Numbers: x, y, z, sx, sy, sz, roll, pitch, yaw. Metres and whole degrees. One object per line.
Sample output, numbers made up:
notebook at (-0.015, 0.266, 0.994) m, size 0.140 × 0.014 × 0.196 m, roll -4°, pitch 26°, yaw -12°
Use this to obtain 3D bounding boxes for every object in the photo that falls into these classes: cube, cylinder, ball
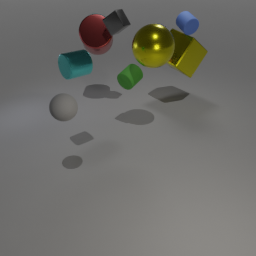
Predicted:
cube at (-0.447, -4.182, 11.083) m, size 0.700 × 0.700 × 0.700 m, roll -25°, pitch 13°, yaw 32°
cylinder at (-1.438, -1.736, 7.653) m, size 0.700 × 0.700 × 0.700 m, roll -23°, pitch 36°, yaw -35°
cylinder at (-1.354, -4.012, 12.164) m, size 1.400 × 1.400 × 1.400 m, roll -2°, pitch 4°, yaw -3°
ball at (-1.603, -0.512, 6.972) m, size 0.700 × 0.700 × 0.700 m, roll 0°, pitch 29°, yaw 0°
cylinder at (0.078, -1.871, 10.229) m, size 0.700 × 0.700 × 0.700 m, roll 21°, pitch 53°, yaw 33°
ball at (0.828, -2.679, 9.193) m, size 1.400 × 1.400 × 1.400 m, roll 0°, pitch 29°, yaw 0°
cylinder at (2.400, -4.244, 11.332) m, size 0.700 × 0.700 × 0.700 m, roll -11°, pitch 49°, yaw -20°
cube at (2.396, -3.334, 12.550) m, size 1.400 × 1.400 × 1.400 m, roll 18°, pitch 18°, yaw -48°
